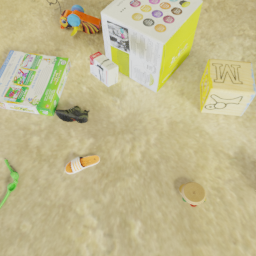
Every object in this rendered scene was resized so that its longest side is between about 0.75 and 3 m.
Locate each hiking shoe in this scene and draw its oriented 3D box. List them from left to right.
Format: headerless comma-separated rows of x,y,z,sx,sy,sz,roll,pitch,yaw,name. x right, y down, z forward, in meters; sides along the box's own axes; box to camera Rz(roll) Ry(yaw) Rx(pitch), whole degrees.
-2.186,-0.588,11.091,1.295,0.490,0.652,12,52,-4,hiking shoe

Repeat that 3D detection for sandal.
-1.660,1.215,10.066,1.311,0.376,0.502,-20,62,-11,sandal

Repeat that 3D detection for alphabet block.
3.808,-1.557,10.955,1.646,1.608,1.617,6,59,2,alphabet block

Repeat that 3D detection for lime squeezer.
-4.141,1.894,9.713,0.650,0.347,1.839,-3,61,-2,lime squeezer

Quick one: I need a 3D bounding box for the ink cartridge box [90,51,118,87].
-0.812,-1.971,9.417,0.426,0.733,1.016,-34,60,-28,ink cartridge box

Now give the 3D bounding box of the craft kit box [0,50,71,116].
-4.066,-1.944,11.743,2.710,0.666,2.744,8,61,7,craft kit box

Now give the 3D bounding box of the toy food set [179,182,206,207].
2.223,2.238,9.519,0.871,0.212,0.862,-11,53,-13,toy food set

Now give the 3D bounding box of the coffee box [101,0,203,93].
0.937,-3.769,11.466,2.806,2.838,2.833,32,65,17,coffee box

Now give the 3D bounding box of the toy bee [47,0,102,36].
-2.613,-5.201,13.341,2.582,1.404,1.690,41,58,-6,toy bee
